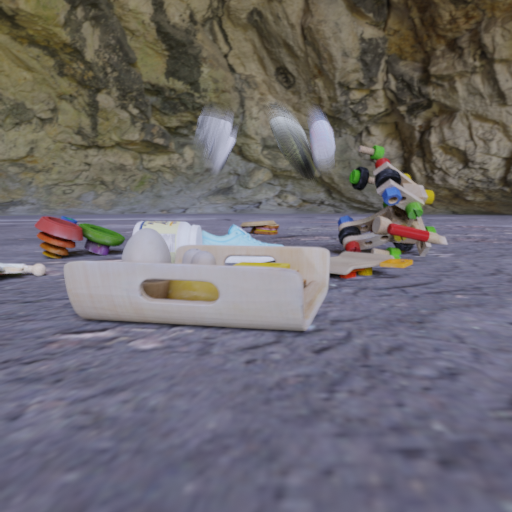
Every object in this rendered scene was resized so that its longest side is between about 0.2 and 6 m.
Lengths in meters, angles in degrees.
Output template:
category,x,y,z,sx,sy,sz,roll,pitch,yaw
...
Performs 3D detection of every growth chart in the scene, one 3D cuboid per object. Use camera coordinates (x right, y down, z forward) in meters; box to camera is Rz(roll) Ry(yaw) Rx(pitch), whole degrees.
category,x,y,z,sx,sy,sz,roll,pitch,yaw
growth chart,-4.383,0.294,7.035,2.126,0.261,2.938,0,6,11

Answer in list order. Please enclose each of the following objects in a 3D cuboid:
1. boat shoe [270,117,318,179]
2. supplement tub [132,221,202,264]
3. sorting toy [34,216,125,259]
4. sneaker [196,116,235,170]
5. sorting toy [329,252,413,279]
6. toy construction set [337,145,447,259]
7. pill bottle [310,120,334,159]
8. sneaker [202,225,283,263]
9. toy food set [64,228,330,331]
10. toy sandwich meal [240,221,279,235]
category,x,y,z,sx,sy,sz,roll,pitch,yaw
boat shoe,0.759,-2.106,10.980,0.538,0.450,1.504,-17,-40,29
supplement tub,-1.483,-0.196,9.433,1.064,0.771,0.771,1,6,4
sorting toy,-3.600,-0.257,11.146,1.141,0.780,1.900,23,7,37
sneaker,-0.950,-2.450,11.995,0.775,0.706,1.890,20,27,-20
sorting toy,1.337,0.168,8.380,1.139,0.276,2.023,-10,11,-41
toy construction set,2.877,-0.659,10.641,1.923,2.087,2.503,11,23,-15
pill bottle,1.212,-2.168,10.335,0.426,0.426,0.783,0,43,1
sneaker,-0.229,-0.224,10.151,1.674,0.686,0.619,-1,7,-12
toy food set,-0.347,0.105,5.821,2.028,0.854,2.827,1,6,12
toy sandwich meal,0.124,-0.930,18.956,1.363,0.467,1.363,-4,4,0
